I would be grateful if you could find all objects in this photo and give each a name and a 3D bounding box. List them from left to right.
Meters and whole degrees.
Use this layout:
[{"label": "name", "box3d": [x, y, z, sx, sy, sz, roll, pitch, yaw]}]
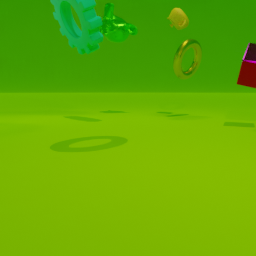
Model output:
[{"label": "gear", "box3d": [-1.517, -3.208, 8.184, 0.383, 2.072, 2.072, -34, 24, -25]}, {"label": "monkey head", "box3d": [-0.482, -4.080, 10.975, 1.171, 1.398, 1.943, -5, 20, -37]}, {"label": "teapot", "box3d": [1.833, -4.037, 10.472, 0.814, 0.641, 1.309, 40, 17, -37]}, {"label": "ring", "box3d": [2.167, -2.470, 10.128, 1.455, 1.455, 0.291, -7, 28, -43]}, {"label": "cube", "box3d": [3.467, -1.629, 7.440, 0.828, 0.828, 0.828, 17, 55, 21]}]
